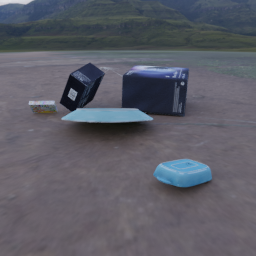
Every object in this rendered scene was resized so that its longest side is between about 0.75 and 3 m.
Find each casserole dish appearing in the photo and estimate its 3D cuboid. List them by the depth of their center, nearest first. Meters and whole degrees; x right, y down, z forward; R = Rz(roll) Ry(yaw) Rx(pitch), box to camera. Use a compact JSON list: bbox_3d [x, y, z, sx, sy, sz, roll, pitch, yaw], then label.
[{"bbox_3d":[1.070,0.819,5.333,1.292,0.251,0.782,-1,13,-44],"label":"casserole dish"}]

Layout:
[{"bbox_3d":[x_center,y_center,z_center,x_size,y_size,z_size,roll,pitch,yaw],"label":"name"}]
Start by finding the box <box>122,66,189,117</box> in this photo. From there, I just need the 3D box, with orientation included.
[{"bbox_3d":[1.086,-1.487,10.516,2.254,1.400,2.272,5,22,11],"label":"box"}]

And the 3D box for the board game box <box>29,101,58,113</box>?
[{"bbox_3d":[-2.965,-0.735,9.838,0.861,0.579,0.147,-1,63,-2],"label":"board game box"}]

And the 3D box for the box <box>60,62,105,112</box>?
[{"bbox_3d":[-1.628,-1.420,9.965,0.723,1.389,1.265,36,39,5],"label":"box"}]

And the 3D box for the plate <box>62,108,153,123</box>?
[{"bbox_3d":[-0.593,-0.406,8.233,2.671,0.341,2.671,0,5,0],"label":"plate"}]
